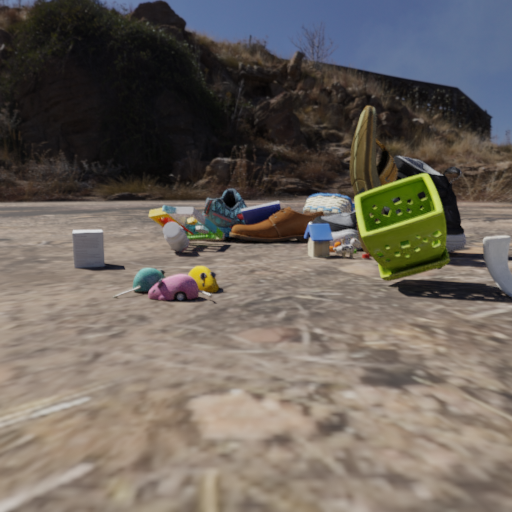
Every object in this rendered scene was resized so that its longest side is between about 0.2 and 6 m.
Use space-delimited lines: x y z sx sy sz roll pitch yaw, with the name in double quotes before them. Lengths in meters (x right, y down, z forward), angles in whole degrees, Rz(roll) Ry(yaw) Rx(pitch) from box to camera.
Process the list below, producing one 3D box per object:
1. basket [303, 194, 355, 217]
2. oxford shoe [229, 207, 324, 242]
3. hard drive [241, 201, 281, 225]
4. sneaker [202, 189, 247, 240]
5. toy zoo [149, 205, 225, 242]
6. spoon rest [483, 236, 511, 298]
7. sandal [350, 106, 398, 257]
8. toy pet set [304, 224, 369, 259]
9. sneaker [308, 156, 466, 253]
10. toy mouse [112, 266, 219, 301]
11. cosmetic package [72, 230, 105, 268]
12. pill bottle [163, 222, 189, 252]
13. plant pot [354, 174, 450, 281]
"basket" 2.040 -1.174 15.657 1.518 1.198 1.722 6 30 26
"oxford shoe" 0.555 -0.805 14.542 2.584 0.921 0.921 -4 9 -14
"hard drive" 0.163 -1.105 14.783 1.020 0.129 0.673 -12 -33 5
"sneaker" -0.463 -1.188 15.603 1.127 1.358 2.843 6 10 29
"toy zoo" -1.698 -0.778 13.341 1.219 0.190 1.858 -1 -21 26
"spoon rest" 3.668 0.384 6.898 1.097 0.669 2.207 -4 22 -17
"sandal" 2.500 -1.517 11.525 0.824 3.051 1.225 -6 -3 -6
"toy pet set" 1.633 -0.341 11.728 1.188 0.675 1.272 -1 7 -11
"sneaker" 2.858 -1.174 12.606 3.675 2.091 1.387 5 9 35
"toy mouse" -1.209 0.358 7.623 1.489 0.324 1.676 -3 8 -23
"cosmetic package" -3.053 -0.134 10.201 0.541 0.646 0.538 -2 8 -16
"pill bottle" -1.723 -0.406 12.030 0.431 0.431 0.760 1 -22 7
"plant pot" 2.187 -0.357 8.247 1.166 1.063 1.172 -17 32 16
